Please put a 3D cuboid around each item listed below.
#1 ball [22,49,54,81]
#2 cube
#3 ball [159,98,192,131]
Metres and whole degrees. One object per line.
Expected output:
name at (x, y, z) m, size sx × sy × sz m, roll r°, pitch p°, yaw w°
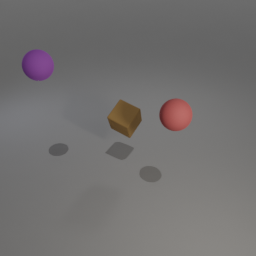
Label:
ball at (-2.043, -1.424, 6.364) m, size 0.700 × 0.700 × 0.700 m, roll 0°, pitch 31°, yaw 0°
cube at (-0.084, -0.265, 8.133) m, size 0.700 × 0.700 × 0.700 m, roll 27°, pitch 70°, yaw 19°
ball at (1.021, -0.281, 5.998) m, size 0.700 × 0.700 × 0.700 m, roll 0°, pitch 31°, yaw 0°
